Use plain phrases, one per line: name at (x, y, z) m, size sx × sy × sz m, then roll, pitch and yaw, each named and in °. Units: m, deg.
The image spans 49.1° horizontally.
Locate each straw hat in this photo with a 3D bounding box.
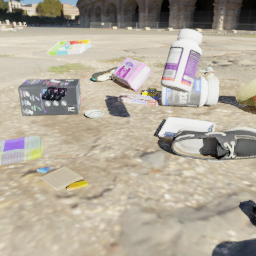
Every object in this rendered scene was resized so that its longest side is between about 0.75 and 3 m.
straw hat at (6.240, -1.167, 12.287) m, size 2.667 × 2.667 × 1.129 m, roll -1°, pitch 64°, yaw -2°

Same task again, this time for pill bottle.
pill bottle at (2.898, -1.735, 13.326) m, size 2.546 × 1.449 × 1.449 m, roll 3°, pitch 24°, yaw 8°
pill bottle at (1.485, -1.808, 7.599) m, size 0.862 × 1.548 × 0.862 m, roll 16°, pitch 3°, yaw -1°

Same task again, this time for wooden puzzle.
wooden puzzle at (-1.844, 1.409, 7.789) m, size 0.991 × 0.172 × 1.469 m, roll -14°, pitch 27°, yaw -38°

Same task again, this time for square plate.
square plate at (2.270, 0.110, 10.601) m, size 1.896 × 0.270 × 1.878 m, roll 8°, pitch 25°, yaw 18°

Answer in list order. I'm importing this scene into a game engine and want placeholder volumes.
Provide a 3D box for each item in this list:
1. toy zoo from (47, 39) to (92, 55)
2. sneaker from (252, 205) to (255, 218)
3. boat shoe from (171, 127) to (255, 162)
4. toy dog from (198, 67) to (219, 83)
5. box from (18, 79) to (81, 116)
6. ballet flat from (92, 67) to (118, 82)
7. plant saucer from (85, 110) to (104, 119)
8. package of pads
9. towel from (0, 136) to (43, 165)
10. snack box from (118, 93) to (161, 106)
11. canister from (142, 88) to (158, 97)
toy zoo at (-1.390, -2.009, 6.953) m, size 1.055 × 0.108 × 0.692 m, roll 1°, pitch 37°, yaw 17°
sneaker at (3.041, 2.026, 6.182) m, size 0.433 × 0.381 × 1.024 m, roll -2°, pitch 14°, yaw 10°
boat shoe at (2.796, 0.543, 8.590) m, size 2.982 × 1.102 × 0.900 m, roll 8°, pitch 24°, yaw 24°
toy dog at (4.648, -2.888, 16.602) m, size 1.007 × 1.378 × 2.090 m, roll -25°, pitch 5°, yaw 25°
box at (-3.473, -1.433, 12.777) m, size 2.514 × 1.333 × 1.537 m, roll -2°, pitch 24°, yaw -4°
ballet flat at (-1.238, -3.362, 18.097) m, size 2.241 × 0.762 × 0.766 m, roll -21°, pitch 39°, yaw -20°
plant saucer at (-1.453, -0.569, 12.221) m, size 0.843 × 0.212 × 0.843 m, roll 0°, pitch 23°, yaw 0°
package of pads at (0.207, -3.265, 16.778) m, size 1.503 × 0.944 × 2.494 m, roll -49°, pitch 33°, yaw 0°
towel at (-3.966, 0.740, 9.177) m, size 2.246 × 0.256 × 1.613 m, roll -6°, pitch 24°, yaw -13°
snack box at (0.582, -1.443, 14.159) m, size 2.092 × 0.254 × 0.752 m, roll 9°, pitch 25°, yaw 20°
canister at (1.166, -1.849, 14.968) m, size 0.637 × 0.371 × 0.857 m, roll 9°, pitch 26°, yaw 20°
